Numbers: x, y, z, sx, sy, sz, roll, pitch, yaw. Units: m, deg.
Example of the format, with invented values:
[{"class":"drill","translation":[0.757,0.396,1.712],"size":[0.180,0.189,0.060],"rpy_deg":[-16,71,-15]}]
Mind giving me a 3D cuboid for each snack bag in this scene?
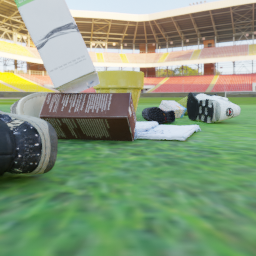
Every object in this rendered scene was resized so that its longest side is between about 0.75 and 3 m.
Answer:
[{"class":"snack bag","translation":[0.411,0.016,6.477],"size":[2.293,0.245,2.162],"rpy_deg":[2,6,21]}]

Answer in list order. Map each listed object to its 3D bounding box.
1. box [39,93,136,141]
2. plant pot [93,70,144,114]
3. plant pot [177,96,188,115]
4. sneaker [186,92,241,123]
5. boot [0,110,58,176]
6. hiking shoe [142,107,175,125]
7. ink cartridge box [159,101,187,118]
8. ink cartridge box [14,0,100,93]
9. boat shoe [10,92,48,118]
[{"class":"box","translation":[-0.703,-0.206,5.246],"size":[1.630,0.611,0.816],"rpy_deg":[3,-33,11]},{"class":"plant pot","translation":[-0.358,-1.193,10.641],"size":[1.939,1.825,1.939],"rpy_deg":[0,5,0]},{"class":"plant pot","translation":[3.011,-1.092,14.350],"size":[1.199,1.122,1.122],"rpy_deg":[-12,0,26]},{"class":"sneaker","translation":[3.061,-0.723,10.355],"size":[1.262,1.056,2.851],"rpy_deg":[-1,15,-10]},{"class":"boot","translation":[-1.915,0.111,2.583],"size":[2.087,0.753,1.576],"rpy_deg":[6,4,30]},{"class":"hiking shoe","translation":[0.886,-0.355,9.258],"size":[0.768,0.578,1.526],"rpy_deg":[-8,-10,44]},{"class":"ink cartridge box","translation":[1.882,-0.818,12.249],"size":[0.784,0.462,1.363],"rpy_deg":[37,25,28]},{"class":"ink cartridge box","translation":[-1.320,-1.687,5.419],"size":[0.821,1.954,1.422],"rpy_deg":[-24,2,-3]},{"class":"boat shoe","translation":[-1.683,-0.263,6.234],"size":[0.750,0.905,2.519],"rpy_deg":[-3,0,22]}]
